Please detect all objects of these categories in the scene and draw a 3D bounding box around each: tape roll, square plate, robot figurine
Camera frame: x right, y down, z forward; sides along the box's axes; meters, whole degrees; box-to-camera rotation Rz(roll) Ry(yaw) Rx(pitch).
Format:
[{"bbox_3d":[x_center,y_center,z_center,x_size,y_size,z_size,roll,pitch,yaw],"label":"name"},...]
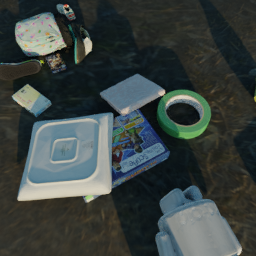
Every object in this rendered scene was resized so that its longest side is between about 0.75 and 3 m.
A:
[{"bbox_3d":[1.835,-0.480,9.301,1.729,0.416,1.729,0,59,-1],"label":"tape roll"},{"bbox_3d":[-1.809,0.695,8.277,2.707,0.389,2.733,-7,55,9],"label":"square plate"},{"bbox_3d":[1.691,2.783,6.663,2.292,1.526,2.702,-5,58,-27],"label":"robot figurine"}]

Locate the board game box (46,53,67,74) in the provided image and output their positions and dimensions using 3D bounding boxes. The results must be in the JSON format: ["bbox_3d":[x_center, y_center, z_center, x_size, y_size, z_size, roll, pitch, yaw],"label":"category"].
[{"bbox_3d":[-2.731,-2.472,10.662,0.568,0.145,0.838,-23,61,-13],"label":"board game box"}]

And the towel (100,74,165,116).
[{"bbox_3d":[0.114,-1.156,9.498,1.700,0.274,1.624,-30,42,-18],"label":"towel"}]

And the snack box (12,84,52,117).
[{"bbox_3d":[-3.335,-0.965,9.701,1.210,0.224,0.703,35,65,19],"label":"snack box"}]

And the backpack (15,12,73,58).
[{"bbox_3d":[-3.260,-3.558,10.701,1.934,1.224,1.614,-21,64,-8],"label":"backpack"}]

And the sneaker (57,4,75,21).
[{"bbox_3d":[-2.688,-5.139,12.048,0.408,0.542,1.160,-35,65,-19],"label":"sneaker"}]

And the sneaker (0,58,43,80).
[{"bbox_3d":[-4.028,-2.232,10.378,1.760,0.631,0.729,-7,35,-5],"label":"sneaker"}]

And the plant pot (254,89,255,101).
[{"bbox_3d":[4.746,-1.293,9.591,0.931,0.931,0.855,23,73,13],"label":"plant pot"}]

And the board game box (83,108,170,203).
[{"bbox_3d":[-0.436,0.721,8.521,2.820,0.486,1.909,-25,62,-15],"label":"board game box"}]

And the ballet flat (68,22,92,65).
[{"bbox_3d":[-1.817,-3.362,10.888,0.750,0.745,2.192,-7,59,-14],"label":"ballet flat"}]
